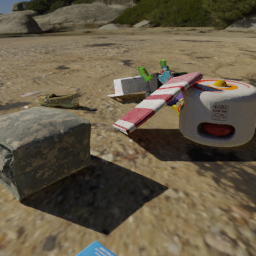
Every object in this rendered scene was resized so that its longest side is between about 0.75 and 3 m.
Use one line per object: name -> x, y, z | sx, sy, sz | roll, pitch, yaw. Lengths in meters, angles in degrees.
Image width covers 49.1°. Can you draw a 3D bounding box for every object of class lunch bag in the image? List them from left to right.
lunch bag -> -2.508, 0.332, 7.001 | 2.537, 1.492, 2.081 | 24, 32, 35

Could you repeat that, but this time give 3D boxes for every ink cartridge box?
ink cartridge box -> -0.582, 2.377, 2.907 | 1.457, 0.848, 2.015 | 19, 30, 38
ink cartridge box -> 0.136, -1.984, 13.023 | 2.169, 0.736, 1.258 | -12, 11, -16
ink cartridge box -> 1.638, -1.369, 12.540 | 0.874, 0.345, 1.758 | -14, 25, -32

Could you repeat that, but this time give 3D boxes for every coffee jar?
coffee jar -> 1.819, -2.006, 12.497 | 1.828, 0.953, 0.780 | -5, 0, -23

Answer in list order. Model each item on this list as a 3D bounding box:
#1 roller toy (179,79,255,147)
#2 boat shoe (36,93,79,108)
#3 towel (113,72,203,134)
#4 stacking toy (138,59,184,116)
roller toy -> 2.851, -0.616, 8.841 | 2.346, 1.797, 2.572 | -13, 26, -27
boat shoe -> -3.006, -1.270, 11.928 | 1.961, 0.617, 0.715 | 8, 24, 19
towel -> 0.853, -0.772, 8.850 | 2.810, 0.320, 2.024 | -38, 12, -7
stacking toy -> 1.868, -1.793, 11.511 | 2.686, 0.631, 2.025 | 48, 38, 9
